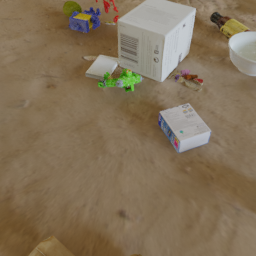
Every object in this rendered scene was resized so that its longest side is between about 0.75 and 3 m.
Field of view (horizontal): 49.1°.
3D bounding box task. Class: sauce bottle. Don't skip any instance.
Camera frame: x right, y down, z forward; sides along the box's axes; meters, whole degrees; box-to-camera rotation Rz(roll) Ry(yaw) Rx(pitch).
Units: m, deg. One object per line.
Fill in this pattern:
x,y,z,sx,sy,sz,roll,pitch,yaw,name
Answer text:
4.336,-4.270,11.887,0.725,0.725,2.195,-18,48,-16,sauce bottle

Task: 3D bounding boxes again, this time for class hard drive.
-0.921,-2.248,10.347,0.841,0.170,1.274,15,49,13,hard drive

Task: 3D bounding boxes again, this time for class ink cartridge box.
1.538,-0.106,8.063,1.014,0.568,1.487,-17,51,-15,ink cartridge box

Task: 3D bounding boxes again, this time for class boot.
-0.881,2.692,5.417,1.932,0.639,1.692,27,52,24,boot

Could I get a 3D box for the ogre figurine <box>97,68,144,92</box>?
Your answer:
-0.145,-1.580,9.261,1.513,0.742,0.907,3,9,-44,ogre figurine

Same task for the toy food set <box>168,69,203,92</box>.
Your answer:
2.117,-1.774,9.878,1.285,0.202,0.817,26,52,23,toy food set

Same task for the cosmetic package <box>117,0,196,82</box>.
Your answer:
1.016,-3.236,10.090,1.876,1.875,2.274,26,53,22,cosmetic package

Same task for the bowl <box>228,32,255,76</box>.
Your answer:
4.573,-2.535,10.083,2.101,0.944,2.101,0,47,0,bowl

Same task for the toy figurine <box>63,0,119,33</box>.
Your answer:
-2.074,-4.882,11.972,2.950,1.556,1.767,20,55,19,toy figurine
